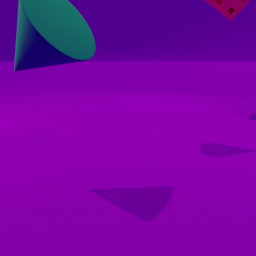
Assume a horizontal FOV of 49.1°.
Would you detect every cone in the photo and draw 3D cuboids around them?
[{"bbox_3d":[-1.053,-0.919,3.223,0.962,0.958,0.958,-31,-3,31],"label":"cone"}]

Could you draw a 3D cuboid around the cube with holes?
[{"bbox_3d":[2.734,-3.829,7.352,1.176,1.176,1.176,35,44,-5],"label":"cube with holes"}]
